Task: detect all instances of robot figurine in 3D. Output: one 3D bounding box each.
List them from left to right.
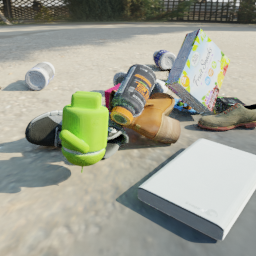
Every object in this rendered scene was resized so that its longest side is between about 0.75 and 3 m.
[{"bbox_3d":[-1.026,0.081,6.660,1.069,1.848,1.621,4,15,-3],"label":"robot figurine"}]

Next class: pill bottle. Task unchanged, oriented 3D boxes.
[{"bbox_3d":[-4.281,-2.626,13.851,1.074,1.074,1.888,0,26,0],"label":"pill bottle"},{"bbox_3d":[0.112,-0.873,7.561,0.861,0.861,1.621,13,61,24],"label":"pill bottle"},{"bbox_3d":[2.171,-4.218,17.148,1.080,1.080,1.804,-6,26,-13],"label":"pill bottle"}]

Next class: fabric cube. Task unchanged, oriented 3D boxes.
[{"bbox_3d":[-0.052,-0.888,10.163,1.136,1.139,1.118,16,32,30],"label":"fabric cube"}]

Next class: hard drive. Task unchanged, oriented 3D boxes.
[{"bbox_3d":[1.912,1.197,6.699,1.972,0.393,2.991,19,31,35],"label":"hard drive"}]

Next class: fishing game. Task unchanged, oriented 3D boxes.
[{"bbox_3d":[2.409,-0.986,11.193,2.202,0.342,1.577,12,26,13],"label":"fishing game"}]

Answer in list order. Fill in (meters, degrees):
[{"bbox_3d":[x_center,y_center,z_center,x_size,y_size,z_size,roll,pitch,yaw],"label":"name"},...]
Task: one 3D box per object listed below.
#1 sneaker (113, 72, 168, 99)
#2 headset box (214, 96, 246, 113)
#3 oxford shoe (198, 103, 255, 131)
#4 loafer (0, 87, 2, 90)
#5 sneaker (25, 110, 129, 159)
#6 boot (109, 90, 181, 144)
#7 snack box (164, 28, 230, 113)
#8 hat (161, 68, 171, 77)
[{"bbox_3d":[0.587,-1.896,12.670,2.708,1.055,1.346,22,23,26],"label":"sneaker"},{"bbox_3d":[3.932,-0.845,10.776,0.871,0.464,1.000,2,25,-7],"label":"headset box"},{"bbox_3d":[3.504,-0.469,9.549,2.292,0.857,0.807,-7,26,-4],"label":"oxford shoe"},{"bbox_3d":[-6.700,-1.884,12.862,1.662,0.590,0.607,-3,26,-6],"label":"loafer"},{"bbox_3d":[-1.363,0.240,7.919,2.960,1.111,1.710,-7,29,-16],"label":"sneaker"},{"bbox_3d":[0.426,-0.733,9.103,2.215,1.055,2.864,19,25,-16],"label":"boot"},{"bbox_3d":[2.551,-2.003,10.094,1.936,2.295,0.777,34,-20,-29],"label":"snack box"},{"bbox_3d":[2.517,-2.577,13.980,1.850,0.746,1.850,-1,7,0],"label":"hat"}]
